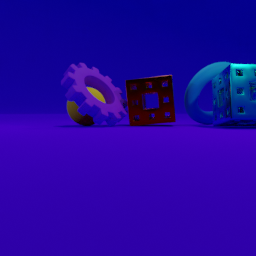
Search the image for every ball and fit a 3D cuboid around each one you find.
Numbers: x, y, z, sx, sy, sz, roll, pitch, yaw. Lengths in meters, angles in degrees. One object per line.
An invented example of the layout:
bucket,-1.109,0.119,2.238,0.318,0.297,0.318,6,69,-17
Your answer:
ball,-1.223,-0.634,8.260,1.140,1.140,1.140,0,3,0

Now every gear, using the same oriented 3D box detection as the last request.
gear,-0.904,-0.974,7.993,0.377,2.038,2.038,-43,-21,29

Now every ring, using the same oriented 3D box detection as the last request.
ring,2.748,-1.042,8.793,2.094,2.094,0.419,-1,31,-18

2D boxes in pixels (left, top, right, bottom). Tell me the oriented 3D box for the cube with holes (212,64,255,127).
cube with holes,3.059,-0.780,7.237,1.331,1.331,1.331,0,-7,-2

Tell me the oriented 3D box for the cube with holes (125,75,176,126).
cube with holes,0.724,-0.823,8.560,1.324,1.324,1.324,-5,5,8
